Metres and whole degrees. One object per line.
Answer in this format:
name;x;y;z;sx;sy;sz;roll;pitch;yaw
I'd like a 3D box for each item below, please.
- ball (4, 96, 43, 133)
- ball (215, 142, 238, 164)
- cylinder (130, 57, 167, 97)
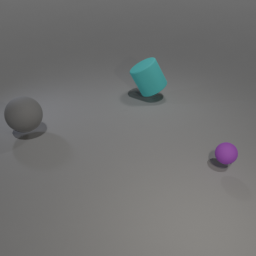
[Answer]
ball;-4.011;-0.525;10.793;1.400;1.400;1.400;0;31;0
ball;3.138;0.807;8.944;0.700;0.700;0.700;0;31;0
cylinder;1.003;-2.485;13.704;1.400;1.400;1.400;-26;27;14
